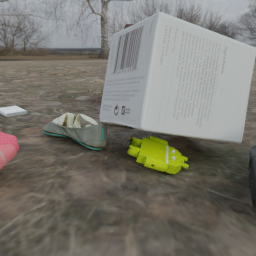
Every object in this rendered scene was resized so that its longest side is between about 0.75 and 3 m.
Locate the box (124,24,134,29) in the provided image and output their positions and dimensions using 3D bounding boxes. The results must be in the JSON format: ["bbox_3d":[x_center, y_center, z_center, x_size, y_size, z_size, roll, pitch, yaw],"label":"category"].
[{"bbox_3d":[0.850,-2.282,10.164,2.159,2.137,2.602,2,40,8],"label":"box"}]

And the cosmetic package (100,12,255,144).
[{"bbox_3d":[0.941,-0.845,5.752,2.360,1.947,1.946,8,2,-26],"label":"cosmetic package"}]

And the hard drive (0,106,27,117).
[{"bbox_3d":[-3.910,-0.566,9.424,0.674,0.134,1.022,-14,22,-37],"label":"hard drive"}]

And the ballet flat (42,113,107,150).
[{"bbox_3d":[-1.262,-0.031,6.618,2.100,0.669,0.708,14,9,40],"label":"ballet flat"}]

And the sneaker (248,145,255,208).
[{"bbox_3d":[2.480,0.512,3.894,1.149,0.961,2.532,-3,10,35],"label":"sneaker"}]

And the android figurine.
[{"bbox_3d":[0.558,0.485,5.171,1.146,0.235,1.043,19,24,3],"label":"android figurine"}]

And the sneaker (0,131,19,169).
[{"bbox_3d":[-2.939,0.167,5.004,2.504,0.923,1.086,24,43,27],"label":"sneaker"}]
